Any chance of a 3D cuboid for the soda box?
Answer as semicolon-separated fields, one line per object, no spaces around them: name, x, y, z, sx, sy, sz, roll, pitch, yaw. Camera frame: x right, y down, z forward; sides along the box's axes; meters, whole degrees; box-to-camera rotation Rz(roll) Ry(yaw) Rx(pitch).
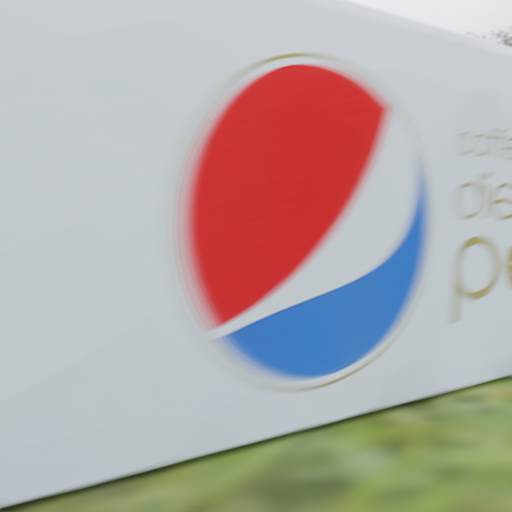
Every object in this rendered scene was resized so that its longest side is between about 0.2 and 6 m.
soda box;0.377;-0.207;2.821;4.638;1.477;1.580;-2;4;-33
